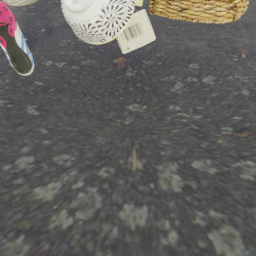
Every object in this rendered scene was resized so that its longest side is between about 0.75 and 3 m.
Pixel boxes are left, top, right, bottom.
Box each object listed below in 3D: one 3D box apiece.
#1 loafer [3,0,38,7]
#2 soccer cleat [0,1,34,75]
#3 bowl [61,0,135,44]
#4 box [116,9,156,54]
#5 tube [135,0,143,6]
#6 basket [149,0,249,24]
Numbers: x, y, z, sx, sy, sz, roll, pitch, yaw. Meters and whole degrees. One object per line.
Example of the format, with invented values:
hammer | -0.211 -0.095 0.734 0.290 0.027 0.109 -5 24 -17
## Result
loafer | -2.502 -3.144 6.148 0.857 0.859 2.457 -12 34 -43
soccer cleat | -2.535 -1.899 6.121 0.554 1.587 0.685 -21 13 -5
bowl | -0.756 -2.535 5.440 1.647 1.647 0.773 20 12 24
box | 0.190 -2.500 7.168 0.869 0.723 2.114 -21 19 10
tube | -0.750 -3.554 6.762 2.703 0.702 0.784 -6 -3 -22
basket | 1.596 -3.462 6.392 2.263 1.686 1.615 20 42 27
